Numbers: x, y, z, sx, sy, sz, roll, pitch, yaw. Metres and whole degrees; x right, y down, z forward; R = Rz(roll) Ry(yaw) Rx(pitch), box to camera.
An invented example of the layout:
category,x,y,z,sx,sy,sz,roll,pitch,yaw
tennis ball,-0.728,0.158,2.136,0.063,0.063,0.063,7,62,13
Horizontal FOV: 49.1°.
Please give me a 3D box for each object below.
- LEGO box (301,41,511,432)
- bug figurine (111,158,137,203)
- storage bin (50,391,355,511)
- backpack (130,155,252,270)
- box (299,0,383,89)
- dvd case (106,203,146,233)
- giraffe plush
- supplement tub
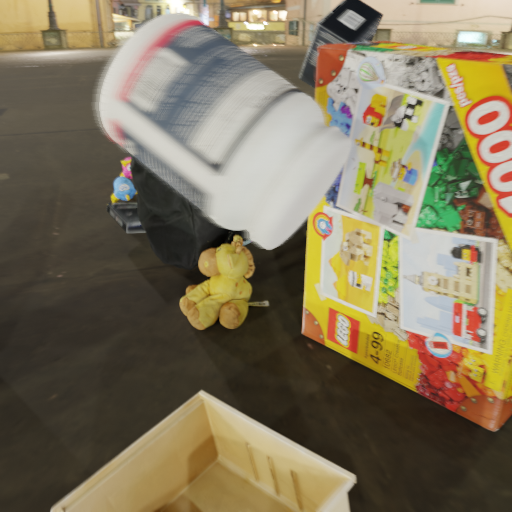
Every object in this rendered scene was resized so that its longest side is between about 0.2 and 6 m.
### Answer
category,x,y,z,sx,sy,sz,roll,pitch,yaw
LEGO box,2.275,-0.440,7.088,3.046,4.090,1.578,23,33,39
bug figurine,-2.254,-2.139,13.621,3.225,0.830,2.501,-23,27,-14
storage bin,-0.451,2.323,4.673,1.891,0.886,1.878,16,37,42
backpack,-0.497,-1.708,10.898,2.462,3.246,3.890,14,27,36
box,1.487,-3.716,9.954,0.754,1.196,1.217,35,59,7
dvd case,-2.125,-0.854,12.027,1.806,0.223,1.357,-4,25,-31
giraffe plush,-0.487,0.350,8.815,1.442,1.170,1.245,-11,28,-21
supplement tub,-0.303,-1.203,5.486,2.114,1.483,1.483,39,37,11
